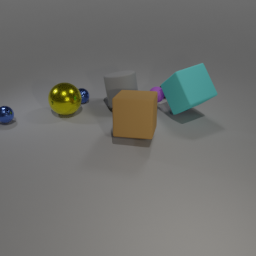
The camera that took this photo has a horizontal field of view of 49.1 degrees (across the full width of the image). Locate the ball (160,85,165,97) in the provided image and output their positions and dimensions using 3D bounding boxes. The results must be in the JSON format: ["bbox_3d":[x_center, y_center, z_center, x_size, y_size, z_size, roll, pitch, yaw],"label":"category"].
[{"bbox_3d":[1.844,-1.837,13.611,0.700,0.700,0.700,0,31,0],"label":"ball"}]

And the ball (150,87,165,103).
[{"bbox_3d":[1.251,-1.458,12.253,0.700,0.700,0.700,0,31,0],"label":"ball"}]

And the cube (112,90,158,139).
[{"bbox_3d":[0.284,-0.524,10.062,1.400,1.400,1.400,4,20,11],"label":"cube"}]

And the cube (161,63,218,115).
[{"bbox_3d":[2.422,-1.546,11.298,1.400,1.400,1.400,-22,-5,-22],"label":"cube"}]

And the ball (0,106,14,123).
[{"bbox_3d":[-4.998,-0.551,11.366,0.700,0.700,0.700,0,31,0],"label":"ball"}]

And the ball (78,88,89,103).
[{"bbox_3d":[-2.152,-1.505,13.059,0.700,0.700,0.700,0,31,0],"label":"ball"}]

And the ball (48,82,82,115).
[{"bbox_3d":[-2.685,-1.238,11.944,1.400,1.400,1.400,0,31,0],"label":"ball"}]

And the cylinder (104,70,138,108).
[{"bbox_3d":[-0.269,-1.702,12.311,1.400,1.400,1.400,-8,19,3],"label":"cylinder"}]
